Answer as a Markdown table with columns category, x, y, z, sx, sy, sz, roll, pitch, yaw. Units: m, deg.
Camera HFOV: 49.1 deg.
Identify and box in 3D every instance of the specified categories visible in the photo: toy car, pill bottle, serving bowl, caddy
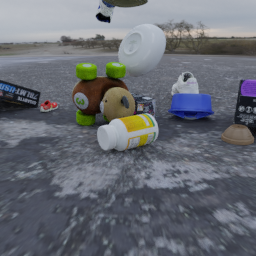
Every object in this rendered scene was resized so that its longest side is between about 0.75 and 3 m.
| category | x | y | z | sx | sy | sz | roll | pitch | yaw |
| --- | --- | --- | --- | --- | --- | --- | --- | --- | --- |
| toy car | -0.547 | -0.679 | 8.272 | 1.829 | 1.904 | 2.318 | -8 | 32 | -22 |
| pill bottle | -0.011 | 0.126 | 7.107 | 1.432 | 0.808 | 0.808 | -13 | 22 | -32 |
| serving bowl | 0.324 | -2.654 | 9.267 | 1.834 | 1.834 | 0.603 | 18 | -2 | 44 |
| caddy | 2.185 | -0.700 | 9.715 | 1.568 | 0.823 | 1.108 | 4 | -5 | 13 |

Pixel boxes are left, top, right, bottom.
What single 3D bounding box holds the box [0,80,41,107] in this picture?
| category | x | y | z | sx | sy | sz | roll | pitch | yaw |
| --- | --- | --- | --- | --- | --- | --- | --- | --- | --- |
| box | -5.517 | -1.548 | 10.880 | 2.934 | 0.734 | 2.956 | 9 | -2 | 30 |

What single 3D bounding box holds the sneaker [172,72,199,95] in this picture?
| category | x | y | z | sx | sy | sz | roll | pitch | yaw |
| --- | --- | --- | --- | --- | --- | --- | --- | --- | --- |
| sneaker | 2.601 | -1.862 | 12.407 | 0.998 | 1.328 | 2.667 | -2 | 17 | -4 |

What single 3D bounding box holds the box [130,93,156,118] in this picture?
| category | x | y | z | sx | sy | sz | roll | pitch | yaw |
| --- | --- | --- | --- | --- | --- | --- | --- | --- | --- |
| box | 0.228 | -0.732 | 9.842 | 0.869 | 0.754 | 1.315 | -11 | 22 | -35 |

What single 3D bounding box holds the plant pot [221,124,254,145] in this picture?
| category | x | y | z | sx | sy | sz | roll | pitch | yaw |
| --- | --- | --- | --- | --- | --- | --- | --- | --- | --- |
| plant pot | 3.031 | 0.145 | 7.727 | 0.854 | 0.394 | 0.854 | -1 | 17 | 0 |

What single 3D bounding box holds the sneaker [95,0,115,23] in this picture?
| category | x | y | z | sx | sy | sz | roll | pitch | yaw |
| --- | --- | --- | --- | --- | --- | --- | --- | --- | --- |
| sneaker | -0.796 | -4.293 | 9.835 | 0.690 | 0.986 | 1.707 | 18 | 35 | -16 |

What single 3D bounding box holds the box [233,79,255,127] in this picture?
| category | x | y | z | sx | sy | sz | roll | pitch | yaw |
| --- | --- | --- | --- | --- | --- | --- | --- | --- | --- |
| box | 4.294 | -0.747 | 8.517 | 1.514 | 1.313 | 2.476 | 12 | 13 | 31 |

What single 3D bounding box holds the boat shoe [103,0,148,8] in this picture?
| category | x | y | z | sx | sy | sz | roll | pitch | yaw |
| --- | --- | --- | --- | --- | --- | --- | --- | --- | --- |
| boat shoe | -0.377 | -2.902 | 4.810 | 1.071 | 0.950 | 2.865 | 1 | 8 | 28 |

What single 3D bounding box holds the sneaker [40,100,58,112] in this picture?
| category | x | y | z | sx | sy | sz | roll | pitch | yaw |
| --- | --- | --- | --- | --- | --- | --- | --- | --- | --- |
| sneaker | -3.057 | -0.897 | 10.905 | 0.367 | 0.404 | 0.952 | 6 | 19 | 17 |
